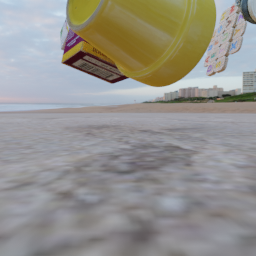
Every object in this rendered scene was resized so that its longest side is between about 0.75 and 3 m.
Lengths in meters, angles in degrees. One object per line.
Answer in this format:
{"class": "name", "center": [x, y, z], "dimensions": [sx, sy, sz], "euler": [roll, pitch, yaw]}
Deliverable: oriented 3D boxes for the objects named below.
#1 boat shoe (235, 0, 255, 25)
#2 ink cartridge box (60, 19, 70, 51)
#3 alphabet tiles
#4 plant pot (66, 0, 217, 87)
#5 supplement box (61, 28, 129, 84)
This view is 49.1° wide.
{"class": "boat shoe", "center": [3.143, -3.087, 6.948], "dimensions": [0.825, 0.973, 2.672], "euler": [-8, 27, 42]}
{"class": "ink cartridge box", "center": [-1.906, -3.547, 9.941], "dimensions": [0.595, 1.026, 1.417], "euler": [11, -38, -29]}
{"class": "alphabet tiles", "center": [3.377, -3.127, 9.886], "dimensions": [0.184, 2.526, 2.470], "euler": [15, -2, -10]}
{"class": "plant pot", "center": [0.136, -2.447, 6.092], "dimensions": [2.460, 2.614, 2.614], "euler": [12, -5, -40]}
{"class": "supplement box", "center": [-0.596, -3.051, 8.374], "dimensions": [1.889, 2.886, 1.489], "euler": [17, -12, -32]}
